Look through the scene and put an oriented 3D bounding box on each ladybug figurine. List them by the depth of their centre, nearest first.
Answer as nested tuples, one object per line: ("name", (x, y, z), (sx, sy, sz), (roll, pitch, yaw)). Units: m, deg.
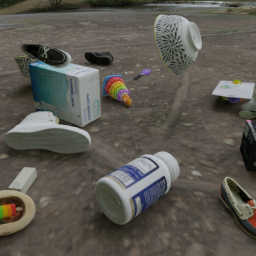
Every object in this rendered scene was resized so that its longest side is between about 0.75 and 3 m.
("ladybug figurine", (-2.934, 1.993, 6.506), (1.493, 0.537, 1.013), (5, 58, -42))

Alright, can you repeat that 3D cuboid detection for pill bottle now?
("pill bottle", (0.330, 1.415, 7.228), (2.159, 1.199, 1.199), (-24, 37, -38))

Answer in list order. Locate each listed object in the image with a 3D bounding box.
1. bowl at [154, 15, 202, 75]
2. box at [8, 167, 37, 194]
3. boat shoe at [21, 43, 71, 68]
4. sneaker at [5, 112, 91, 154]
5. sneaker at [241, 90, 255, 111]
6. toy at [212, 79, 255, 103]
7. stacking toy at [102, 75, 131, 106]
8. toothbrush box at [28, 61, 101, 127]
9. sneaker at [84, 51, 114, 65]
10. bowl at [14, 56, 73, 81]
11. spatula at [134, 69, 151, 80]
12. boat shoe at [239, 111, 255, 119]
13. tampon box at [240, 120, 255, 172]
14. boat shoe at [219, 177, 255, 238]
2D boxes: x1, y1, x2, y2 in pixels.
("bowl", (2.217, -3.542, 11.367), (1.194, 2.545, 2.545), (-12, 19, 35))
("box", (-2.965, 1.522, 7.937), (0.389, 0.323, 0.946), (5, 29, 8))
("boat shoe", (-2.971, -2.622, 10.063), (1.883, 0.666, 0.600), (15, -2, 16))
("sneaker", (-2.589, 0.000, 9.940), (2.950, 1.087, 1.705), (4, 32, 9))
("sneaker", (5.386, -1.151, 11.774), (0.577, 0.906, 1.567), (4, 2, -16))
("toy", (5.073, -1.657, 13.408), (1.648, 0.676, 2.862), (10, 28, 23))
("stacking toy", (-0.343, -1.657, 13.280), (1.033, 1.092, 1.882), (-12, 42, -31))
("toothbrush box", (-2.620, -1.538, 11.668), (2.887, 2.113, 1.231), (18, 33, 31))
("sneaker", (-1.908, -4.831, 19.146), (2.030, 0.776, 1.163), (12, 29, 15))
("bowl", (-4.358, -2.921, 14.631), (2.893, 1.358, 2.893), (1, 7, 0))
("spatula", (0.805, -3.185, 16.703), (0.510, 0.185, 1.804), (14, 32, 27))
("boat shoe", (5.187, -0.556, 11.832), (0.944, 0.339, 0.319), (4, 2, 17))
("tampon box", (4.639, 0.598, 8.782), (1.798, 1.135, 1.348), (5, 29, 8))
("boat shoe", (2.908, 1.956, 6.898), (0.647, 0.568, 1.817), (-7, 31, -17))
